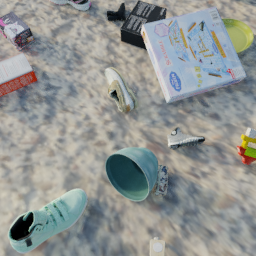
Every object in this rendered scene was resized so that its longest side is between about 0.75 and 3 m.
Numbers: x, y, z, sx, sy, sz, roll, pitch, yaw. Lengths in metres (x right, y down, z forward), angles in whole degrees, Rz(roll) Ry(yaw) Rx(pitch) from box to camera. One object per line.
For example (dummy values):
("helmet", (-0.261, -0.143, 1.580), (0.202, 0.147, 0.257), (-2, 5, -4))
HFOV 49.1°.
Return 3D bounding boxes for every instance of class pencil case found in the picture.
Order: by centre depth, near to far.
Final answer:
("pencil case", (0.936, 1.495, 7.910), (0.346, 0.398, 0.890), (-15, 54, 39))

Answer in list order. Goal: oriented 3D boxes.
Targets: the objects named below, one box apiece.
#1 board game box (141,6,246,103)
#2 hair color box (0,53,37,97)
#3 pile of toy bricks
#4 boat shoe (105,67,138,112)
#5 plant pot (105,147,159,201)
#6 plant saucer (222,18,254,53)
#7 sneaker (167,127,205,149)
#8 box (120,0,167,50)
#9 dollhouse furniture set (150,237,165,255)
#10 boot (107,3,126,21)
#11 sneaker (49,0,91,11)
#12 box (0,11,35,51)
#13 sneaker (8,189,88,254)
("board game box", (2.187, -2.532, 9.562), (2.770, 0.571, 2.777), (-16, 79, -9))
("hair color box", (-4.202, -1.722, 9.515), (1.904, 0.583, 0.967), (-27, 66, -14))
("pile of toy bricks", (4.494, 1.078, 7.800), (2.695, 1.495, 1.330), (17, 102, -3))
("boat shoe", (-0.363, -1.290, 9.246), (0.601, 0.657, 1.758), (-26, 66, -19))
("plant pot", (0.235, 1.115, 7.659), (1.455, 1.455, 0.975), (38, 44, 18))
("plant saucer", (3.752, -3.393, 10.523), (1.778, 0.276, 1.778), (-3, 62, 5))
("sneaker", (1.745, 0.222, 8.582), (1.144, 0.429, 0.661), (-9, 60, -3))
("box", (0.605, -3.913, 10.628), (1.208, 0.675, 1.712), (21, 64, 14))
("dollhouse furniture set", (0.153, 3.053, 6.731), (1.656, 1.312, 1.175), (4, 49, 4))
("boot", (-0.478, -4.669, 11.218), (0.749, 0.340, 0.891), (-1, 68, -5))
("sneaker", (-2.459, -5.565, 11.392), (2.062, 0.890, 0.828), (17, 62, 10))
("box", (-4.228, -3.625, 10.461), (0.804, 0.698, 1.217), (-40, 69, -19))
("sneaker", (-1.891, 2.190, 6.957), (2.201, 1.298, 0.810), (-36, 71, -26))
